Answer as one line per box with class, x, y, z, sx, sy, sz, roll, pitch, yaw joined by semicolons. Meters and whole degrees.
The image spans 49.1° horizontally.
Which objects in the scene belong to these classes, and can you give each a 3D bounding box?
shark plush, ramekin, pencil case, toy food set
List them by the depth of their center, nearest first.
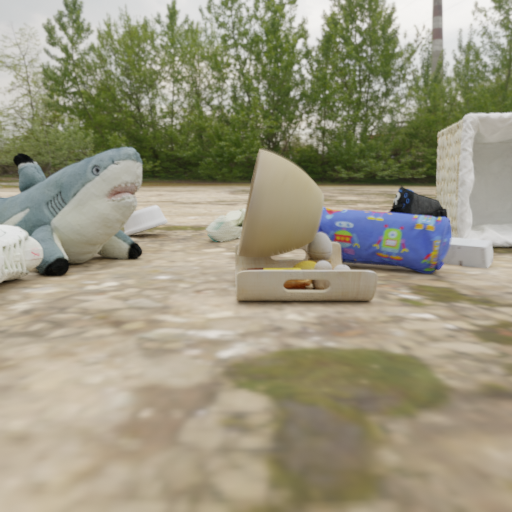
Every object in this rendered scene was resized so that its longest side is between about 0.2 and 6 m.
toy food set;0.527;0.089;7.380;1.612;0.678;2.246;0;8;-2
pencil case;1.903;-0.238;8.771;2.166;0.941;0.845;6;-5;23
shark plush;-3.768;-0.906;9.803;4.530;1.887;2.058;7;11;38
ramekin;-2.615;-0.826;12.990;1.022;0.476;1.022;-19;5;2

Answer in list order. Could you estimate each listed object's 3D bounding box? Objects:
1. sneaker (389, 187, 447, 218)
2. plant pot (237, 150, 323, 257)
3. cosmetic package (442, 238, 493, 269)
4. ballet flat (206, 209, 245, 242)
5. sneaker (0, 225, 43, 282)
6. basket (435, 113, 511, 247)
sneaker;2.379;-0.663;10.362;2.215;1.239;0.809;1;9;4
plant pot;0.367;-0.634;7.692;0.986;1.469;1.469;11;8;-4
cosmetic package;3.395;-0.055;9.085;0.780;0.397;0.289;7;30;43
ballet flat;-0.422;-0.737;12.620;0.706;0.706;1.968;3;13;21
sneaker;-3.469;-0.060;7.376;1.347;1.056;2.711;-1;9;-31
basket;5.330;-1.569;11.819;2.649;2.626;2.131;0;7;2
